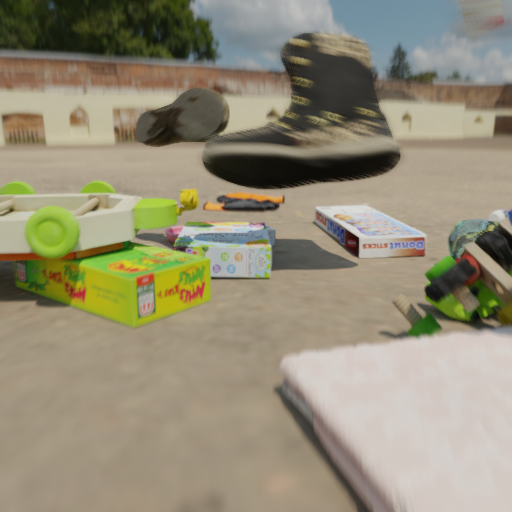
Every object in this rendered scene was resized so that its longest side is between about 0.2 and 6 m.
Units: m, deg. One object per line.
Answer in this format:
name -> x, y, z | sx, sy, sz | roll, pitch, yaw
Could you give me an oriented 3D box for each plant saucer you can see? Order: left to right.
plant saucer -> -1.339, -0.412, 11.581 | 1.066, 0.270, 1.066 | 0, 13, 0

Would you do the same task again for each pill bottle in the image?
pill bottle -> 5.854, -0.921, 13.484 | 0.595, 0.355, 0.355 | -14, 20, -41

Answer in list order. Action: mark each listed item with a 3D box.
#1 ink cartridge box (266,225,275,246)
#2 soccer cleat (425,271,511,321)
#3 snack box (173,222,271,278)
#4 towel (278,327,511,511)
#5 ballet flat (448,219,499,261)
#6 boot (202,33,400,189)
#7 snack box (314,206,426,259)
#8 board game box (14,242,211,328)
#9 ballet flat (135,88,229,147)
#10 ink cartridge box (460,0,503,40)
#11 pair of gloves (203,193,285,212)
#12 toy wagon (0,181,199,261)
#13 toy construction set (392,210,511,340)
ink cartridge box -> 0.002, -0.437, 11.511 | 0.585, 0.352, 0.805 | -3, 15, -16
soccer cleat -> 3.366, 0.355, 7.497 | 2.310, 0.780, 0.936 | -7, 13, -18
snack box -> -0.558, -0.156, 9.852 | 1.569, 0.584, 2.206 | 0, 14, -1
towel -> 1.837, 1.284, 4.340 | 2.752, 0.444, 2.628 | -4, 14, -17
ballet flat -> 4.462, 0.066, 8.684 | 2.890, 1.073, 1.073 | 5, 14, 26
boot -> 0.616, -2.252, 8.640 | 2.924, 2.201, 1.070 | -4, -20, 1
snack box -> 2.282, -0.602, 11.965 | 1.310, 0.443, 3.645 | -2, 14, -7
board game box -> -2.121, 0.250, 8.070 | 2.746, 0.654, 1.395 | 11, 17, 37
ballet flat -> -1.231, -2.303, 9.737 | 0.621, 0.902, 2.677 | 4, -2, -40
ink cartridge box -> 4.029, -4.392, 10.011 | 0.566, 0.777, 0.322 | -27, 41, 8
pair of gloves -> -0.283, -1.593, 16.359 | 2.147, 0.298, 2.409 | 2, 15, 9
toy wagon -> -2.862, -0.561, 8.350 | 3.998, 0.791, 3.102 | -1, 14, -4
toy construction set -> 3.575, 0.256, 5.836 | 2.984, 2.293, 2.489 | -30, -16, -31
